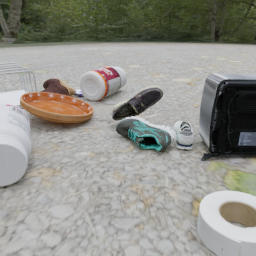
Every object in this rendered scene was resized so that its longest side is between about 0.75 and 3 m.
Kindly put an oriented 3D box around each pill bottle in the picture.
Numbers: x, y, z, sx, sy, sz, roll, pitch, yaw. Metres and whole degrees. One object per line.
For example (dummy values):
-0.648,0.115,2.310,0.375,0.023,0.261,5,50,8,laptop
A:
-1.236,-2.493,15.120,1.513,1.513,2.761,11,24,25,pill bottle
-3.507,0.395,7.888,1.468,1.468,2.589,-7,26,-17,pill bottle

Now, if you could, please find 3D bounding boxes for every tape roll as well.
2.158,1.888,5.490,1.556,0.544,1.556,0,22,0,tape roll

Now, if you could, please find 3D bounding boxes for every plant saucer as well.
-2.936,-0.845,11.687,2.988,0.482,2.988,14,18,-5,plant saucer

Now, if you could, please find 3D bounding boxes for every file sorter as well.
-5.866,-2.126,13.883,1.978,1.775,2.850,-15,27,-32,file sorter

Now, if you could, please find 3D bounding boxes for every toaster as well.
3.513,-0.393,8.754,2.697,2.439,1.601,0,19,-2,toaster

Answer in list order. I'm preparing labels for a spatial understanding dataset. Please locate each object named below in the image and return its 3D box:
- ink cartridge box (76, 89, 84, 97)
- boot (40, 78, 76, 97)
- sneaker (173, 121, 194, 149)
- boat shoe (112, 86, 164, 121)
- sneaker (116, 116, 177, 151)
-2.501,-1.969,15.542,1.013,0.220,1.004,-10,24,-29,ink cartridge box
-4.182,-1.996,14.743,2.380,0.861,1.979,17,26,29,boot
1.963,0.065,9.775,0.722,0.761,1.891,-1,20,1,sneaker
0.338,-0.837,10.487,2.207,0.794,0.715,-22,29,24,boat shoe
0.449,0.219,9.357,2.208,0.856,1.007,11,28,29,sneaker
